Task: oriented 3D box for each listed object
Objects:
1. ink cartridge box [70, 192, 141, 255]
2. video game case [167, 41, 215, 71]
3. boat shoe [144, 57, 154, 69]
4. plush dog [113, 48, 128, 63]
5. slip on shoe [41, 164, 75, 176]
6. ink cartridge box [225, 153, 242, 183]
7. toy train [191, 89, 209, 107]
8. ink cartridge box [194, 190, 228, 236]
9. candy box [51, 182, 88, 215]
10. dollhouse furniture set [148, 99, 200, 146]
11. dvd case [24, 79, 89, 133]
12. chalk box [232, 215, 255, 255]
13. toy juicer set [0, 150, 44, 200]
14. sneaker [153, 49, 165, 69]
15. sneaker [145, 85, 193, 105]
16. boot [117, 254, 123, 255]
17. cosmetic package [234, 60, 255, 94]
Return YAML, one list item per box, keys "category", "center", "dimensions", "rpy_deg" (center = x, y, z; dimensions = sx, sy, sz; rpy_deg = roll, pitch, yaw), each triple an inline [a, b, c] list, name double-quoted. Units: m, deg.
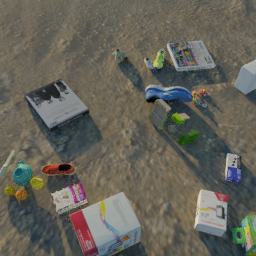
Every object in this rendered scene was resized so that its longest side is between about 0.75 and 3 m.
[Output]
- category: "ink cartridge box"
  center: [-0.634, 2.983, 8.317]
  dimensions: [1.737, 1.262, 1.257]
  rpy_deg: [-21, 53, -16]
- category: "video game case"
  center: [3.253, -3.797, 14.669]
  dimensions: [1.980, 0.250, 2.173]
  rpy_deg: [-6, 51, -5]
- category: "boat shoe"
  center: [1.072, -3.294, 14.107]
  dimensions: [0.305, 0.279, 0.848]
  rpy_deg: [-13, 48, -13]
- category: "plush dog"
  center: [-0.342, -3.783, 14.499]
  dimensions: [0.686, 0.641, 0.799]
  rpy_deg: [4, 46, -28]
- category: "slip on shoe"
  center: [-2.552, 1.477, 10.173]
  dimensions: [1.215, 0.372, 0.450]
  rpy_deg: [0, 52, 2]
- category: "ink cartridge box"
  center: [3.868, 1.464, 10.264]
  dimensions: [0.508, 0.239, 1.080]
  rpy_deg: [11, 51, 10]
- category: "toy train"
  center: [3.279, -1.435, 12.655]
  dimensions: [0.800, 0.296, 1.065]
  rpy_deg: [7, 50, 6]
- category: "ink cartridge box"
  center: [2.696, 2.715, 9.036]
  dimensions: [0.906, 0.526, 1.227]
  rpy_deg: [11, 49, 9]
- category: "candy box"
  center: [-1.973, 2.365, 9.451]
  dimensions: [1.052, 0.321, 0.717]
  rpy_deg: [-19, 51, -15]
- category: "dollhouse furniture set"
  center: [1.840, -0.248, 11.291]
  dimensions: [0.816, 1.056, 2.114]
  rpy_deg: [-12, 46, -37]
- category: "dvd case"
  center: [-3.158, -1.071, 12.338]
  dimensions: [1.905, 0.313, 2.535]
  rpy_deg: [-29, 56, -23]
- category: "chalk box"
  center: [3.918, 3.218, 8.346]
  dimensions: [1.506, 0.934, 0.940]
  rpy_deg: [2, 49, 2]
- category: "toy juicer set"
  center: [-3.902, 1.788, 9.911]
  dimensions: [1.827, 0.497, 1.162]
  rpy_deg: [39, 78, 24]
- category: "sneaker"
  center: [1.592, -3.518, 14.256]
  dimensions: [0.508, 0.515, 1.348]
  rpy_deg: [9, 52, 5]
- category: "sneaker"
  center: [1.772, -1.270, 12.301]
  dimensions: [2.111, 0.829, 0.941]
  rpy_deg: [5, 60, 13]
- category: "boot"
  center: [-0.363, 4.479, 7.470]
  dimensions: [1.338, 0.650, 1.778]
  rpy_deg: [33, 61, 26]
- category: "cosmetic package"
  center: [5.700, -2.375, 12.847]
  dimensions: [1.195, 1.191, 0.735]
  rpy_deg: [-28, 56, -22]
